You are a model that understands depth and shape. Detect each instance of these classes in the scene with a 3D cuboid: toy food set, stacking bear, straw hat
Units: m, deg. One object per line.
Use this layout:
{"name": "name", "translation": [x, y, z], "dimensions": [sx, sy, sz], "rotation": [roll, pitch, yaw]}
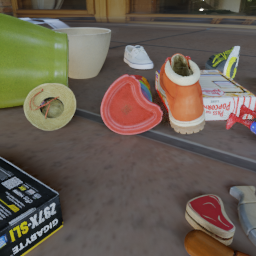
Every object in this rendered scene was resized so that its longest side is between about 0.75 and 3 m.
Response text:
{"name": "toy food set", "translation": [1.506, 1.553, 3.246], "dimensions": [1.833, 0.454, 2.884], "rotation": [-5, 26, -10]}
{"name": "stacking bear", "translation": [0.085, -0.805, 7.346], "dimensions": [1.280, 1.366, 2.250], "rotation": [-36, 14, 18]}
{"name": "straw hat", "translation": [-1.948, -0.493, 7.343], "dimensions": [1.376, 1.376, 0.582], "rotation": [3, -17, 6]}

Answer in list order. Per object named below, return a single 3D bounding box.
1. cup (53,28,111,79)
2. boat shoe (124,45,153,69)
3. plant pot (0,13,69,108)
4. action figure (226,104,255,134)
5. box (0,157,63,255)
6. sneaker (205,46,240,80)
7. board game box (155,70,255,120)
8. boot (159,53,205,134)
{"name": "cup", "translation": [-1.901, -3.003, 11.280], "dimensions": [2.475, 1.770, 2.475], "rotation": [1, 26, 0]}
{"name": "boat shoe", "translation": [0.445, -3.386, 13.107], "dimensions": [0.903, 0.889, 2.546], "rotation": [-8, 27, -16]}
{"name": "plant pot", "translation": [-3.099, -1.827, 7.882], "dimensions": [2.783, 2.890, 2.890], "rotation": [1, 25, -14]}
{"name": "action figure", "translation": [3.320, 0.292, 5.747], "dimensions": [0.822, 0.650, 2.513], "rotation": [-26, 40, -33]}
{"name": "box", "translation": [-2.538, 1.146, 3.922], "dimensions": [2.590, 0.639, 2.068], "rotation": [18, 33, 34]}
{"name": "sneaker", "translation": [3.934, -2.797, 11.659], "dimensions": [1.227, 1.079, 2.899], "rotation": [10, 27, 21]}
{"name": "board game box", "translation": [2.163, -1.119, 8.584], "dimensions": [2.226, 0.680, 2.939], "rotation": [-1, 26, -3]}
{"name": "boot", "translation": [1.225, -1.225, 6.565], "dimensions": [1.001, 1.431, 2.669], "rotation": [-12, 36, 5]}
